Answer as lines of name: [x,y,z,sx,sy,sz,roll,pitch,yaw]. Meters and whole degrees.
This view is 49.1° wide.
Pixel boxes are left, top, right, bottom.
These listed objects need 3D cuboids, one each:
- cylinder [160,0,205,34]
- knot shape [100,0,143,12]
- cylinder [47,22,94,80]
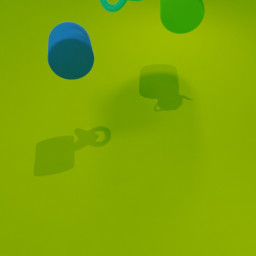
cylinder: [1.764,-4.102,9.270,1.391,1.391,1.391,3,52,3]
knot shape: [-0.265,-3.380,6.924,1.117,1.194,0.552,-20,53,36]
cylinder: [-1.419,-1.909,6.914,1.075,1.075,1.075,-9,40,-7]
